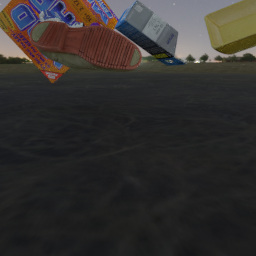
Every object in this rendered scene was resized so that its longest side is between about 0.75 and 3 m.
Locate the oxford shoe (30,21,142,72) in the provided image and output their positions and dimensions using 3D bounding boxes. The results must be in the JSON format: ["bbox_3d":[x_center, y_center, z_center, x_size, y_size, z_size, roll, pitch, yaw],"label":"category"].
[{"bbox_3d":[-0.464,-0.907,3.326,1.323,0.468,0.488,19,-16,10],"label":"oxford shoe"}]

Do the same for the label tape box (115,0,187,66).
[{"bbox_3d":[0.721,-2.566,7.875,2.032,0.672,1.456,30,4,-17],"label":"label tape box"}]

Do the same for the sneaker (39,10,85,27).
[{"bbox_3d":[-1.433,-2.405,7.037,0.898,1.555,0.628,-37,-8,9],"label":"sneaker"}]

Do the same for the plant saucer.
[{"bbox_3d":[2.686,-2.267,6.046,1.850,0.448,1.851,-15,37,21],"label":"plant saucer"}]

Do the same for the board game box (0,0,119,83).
[{"bbox_3d":[-2.063,-3.430,8.946,2.425,2.423,2.423,-33,21,23],"label":"board game box"}]
